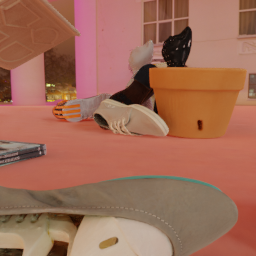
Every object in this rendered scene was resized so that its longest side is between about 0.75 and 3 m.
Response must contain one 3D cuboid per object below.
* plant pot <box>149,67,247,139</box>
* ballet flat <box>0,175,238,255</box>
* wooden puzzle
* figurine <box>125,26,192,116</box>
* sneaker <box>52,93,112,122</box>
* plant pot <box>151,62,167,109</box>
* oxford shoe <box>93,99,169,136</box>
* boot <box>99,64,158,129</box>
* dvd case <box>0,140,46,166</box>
[{"bbox_3d":[1.434,-0.586,6.088,1.997,1.398,1.997,2,10,0],"label":"plant pot"},{"bbox_3d":[-0.281,0.482,1.143,1.455,0.490,0.464,0,33,7],"label":"ballet flat"},{"bbox_3d":[-3.117,-2.680,7.642,2.888,0.669,2.675,-20,-9,12],"label":"wooden puzzle"},{"bbox_3d":[0.772,-1.374,8.092,1.140,2.584,2.649,5,1,-34],"label":"figurine"},{"bbox_3d":[-1.663,-0.833,10.931,2.735,1.061,1.532,-5,9,-42],"label":"sneaker"},{"bbox_3d":[1.406,-1.216,10.553,2.339,2.339,2.141,1,17,11],"label":"plant pot"},{"bbox_3d":[-0.018,-0.121,6.140,2.240,0.842,0.647,18,58,48],"label":"oxford shoe"},{"bbox_3d":[0.118,-0.689,7.694,0.806,2.158,1.046,45,-1,18],"label":"boot"},{"bbox_3d":[-2.037,0.342,3.365,1.233,0.186,1.689,3,6,28],"label":"dvd case"}]
